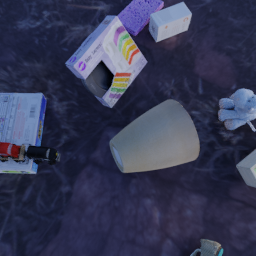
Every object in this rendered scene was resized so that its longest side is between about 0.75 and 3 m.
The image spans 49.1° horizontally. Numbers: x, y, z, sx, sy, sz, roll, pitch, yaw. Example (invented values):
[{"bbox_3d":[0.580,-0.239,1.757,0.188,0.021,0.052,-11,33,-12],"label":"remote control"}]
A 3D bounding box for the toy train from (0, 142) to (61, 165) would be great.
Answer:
[{"bbox_3d":[-3.381,0.669,7.800,2.942,0.674,0.502,4,68,2],"label":"toy train"}]

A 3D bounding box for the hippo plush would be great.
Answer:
[{"bbox_3d":[3.502,-0.526,8.533,1.183,1.194,1.486,-45,78,-6],"label":"hippo plush"}]

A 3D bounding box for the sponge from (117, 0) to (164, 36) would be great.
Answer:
[{"bbox_3d":[0.422,-4.361,10.604,1.006,0.269,1.803,36,73,13],"label":"sponge"}]

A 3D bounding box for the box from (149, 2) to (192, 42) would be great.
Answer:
[{"bbox_3d":[1.494,-3.803,10.085,1.331,0.828,0.649,-23,71,-9],"label":"box"}]

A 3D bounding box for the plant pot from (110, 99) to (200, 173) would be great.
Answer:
[{"bbox_3d":[0.583,0.404,7.756,2.011,1.883,1.883,-21,70,-15],"label":"plant pot"}]

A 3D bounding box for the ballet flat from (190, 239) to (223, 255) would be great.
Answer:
[{"bbox_3d":[1.778,3.939,7.229,0.817,0.736,2.169,13,62,29],"label":"ballet flat"}]

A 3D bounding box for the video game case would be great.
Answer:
[{"bbox_3d":[-3.865,0.122,8.691,2.281,0.572,2.517,1,69,1],"label":"video game case"}]

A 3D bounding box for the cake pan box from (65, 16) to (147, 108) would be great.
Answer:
[{"bbox_3d":[-0.594,-1.941,8.509,2.106,1.940,0.551,-52,40,-12],"label":"cake pan box"}]

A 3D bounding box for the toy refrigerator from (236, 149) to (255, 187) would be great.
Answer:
[{"bbox_3d":[4.227,0.869,8.200,1.955,0.684,0.742,-34,99,-14],"label":"toy refrigerator"}]
